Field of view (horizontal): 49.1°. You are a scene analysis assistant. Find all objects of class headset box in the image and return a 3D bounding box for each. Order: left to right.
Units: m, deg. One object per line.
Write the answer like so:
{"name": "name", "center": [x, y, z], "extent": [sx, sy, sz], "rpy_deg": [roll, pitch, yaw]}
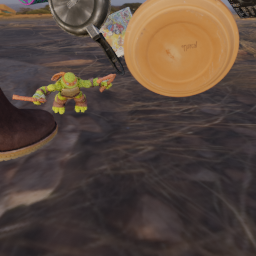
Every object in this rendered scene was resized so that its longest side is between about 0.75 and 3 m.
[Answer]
{"name": "headset box", "center": [2.920, -3.642, 6.977], "extent": [0.685, 1.775, 1.321], "rpy_deg": [-45, 21, 5]}

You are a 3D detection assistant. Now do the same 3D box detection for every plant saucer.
{"name": "plant saucer", "center": [0.852, -1.283, 4.654], "extent": [1.886, 1.886, 0.304], "rpy_deg": [3, 43, 6]}

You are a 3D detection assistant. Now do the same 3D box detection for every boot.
{"name": "boot", "center": [-1.552, -0.530, 2.839], "extent": [0.750, 1.725, 2.073], "rpy_deg": [27, 24, 38]}

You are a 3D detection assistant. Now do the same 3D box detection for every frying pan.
{"name": "frying pan", "center": [-1.070, -2.398, 6.505], "extent": [1.581, 2.614, 0.426], "rpy_deg": [-2, 22, 20]}

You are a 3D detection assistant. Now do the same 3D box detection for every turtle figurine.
{"name": "turtle figurine", "center": [-1.125, -0.659, 5.017], "extent": [1.706, 0.550, 1.376], "rpy_deg": [-18, -11, -16]}

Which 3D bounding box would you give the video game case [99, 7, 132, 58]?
{"name": "video game case", "center": [-0.274, -2.871, 8.586], "extent": [1.151, 1.265, 0.145], "rpy_deg": [-21, 4, 6]}

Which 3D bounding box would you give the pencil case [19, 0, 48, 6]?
{"name": "pencil case", "center": [-2.252, -3.624, 7.359], "extent": [0.718, 0.661, 1.554], "rpy_deg": [3, 27, 23]}
